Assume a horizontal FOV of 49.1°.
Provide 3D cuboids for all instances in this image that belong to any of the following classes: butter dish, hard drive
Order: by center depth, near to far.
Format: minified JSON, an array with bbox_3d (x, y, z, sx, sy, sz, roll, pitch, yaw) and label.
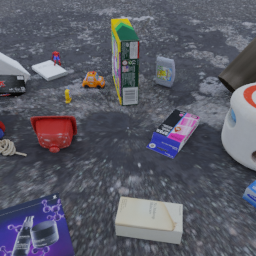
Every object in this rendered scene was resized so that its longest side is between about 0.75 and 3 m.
[{"bbox_3d":[-2.167,0.264,8.287,1.290,1.286,0.954,-2,64,-8],"label":"butter dish"},{"bbox_3d":[-3.477,-2.557,12.408,0.966,0.195,1.465,-28,46,-31],"label":"hard drive"}]

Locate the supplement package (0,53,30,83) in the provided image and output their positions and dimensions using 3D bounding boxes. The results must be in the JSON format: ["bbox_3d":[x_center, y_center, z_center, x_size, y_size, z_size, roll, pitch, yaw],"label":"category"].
[{"bbox_3d":[-4.983,-2.251,10.487,1.508,1.936,1.073,40,98,38],"label":"supplement package"}]

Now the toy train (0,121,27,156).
[{"bbox_3d":[-4.341,-0.208,8.263,2.932,1.697,1.241,14,41,17],"label":"toy train"}]

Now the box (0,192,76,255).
[{"bbox_3d":[-2.307,2.466,5.591,2.309,0.911,1.630,-15,38,-17],"label":"box"}]

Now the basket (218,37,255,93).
[{"bbox_3d":[4.486,-2.251,10.539,1.307,1.922,1.733,46,11,1],"label":"basket"}]

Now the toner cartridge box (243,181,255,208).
[{"bbox_3d":[3.925,1.955,6.555,1.003,0.456,2.111,-25,45,-28],"label":"toner cartridge box"}]

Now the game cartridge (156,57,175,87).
[{"bbox_3d":[1.492,-2.212,11.182,0.778,1.167,0.236,18,41,24],"label":"game cartridge"}]

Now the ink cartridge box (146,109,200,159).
[{"bbox_3d":[1.476,0.122,8.968,0.947,0.371,1.999,22,46,25],"label":"ink cartridge box"}]

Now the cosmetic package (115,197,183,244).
[{"bbox_3d":[0.485,2.080,6.351,1.452,0.531,0.752,4,39,7],"label":"cosmetic package"}]

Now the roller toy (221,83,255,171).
[{"bbox_3d":[4.084,-0.106,7.889,2.492,1.909,2.732,-21,41,-26],"label":"roller toy"}]

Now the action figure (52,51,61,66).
[{"bbox_3d":[-3.324,-3.124,12.976,0.364,0.552,1.115,-1,46,-19],"label":"action figure"}]

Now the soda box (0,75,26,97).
[{"bbox_3d":[-4.139,-1.289,8.566,1.837,0.582,0.650,-7,-3,-45],"label":"soda box"}]

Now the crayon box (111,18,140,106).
[{"bbox_3d":[-0.120,-2.473,10.448,0.732,2.510,2.166,-6,40,-7],"label":"crayon box"}]

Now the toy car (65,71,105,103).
[{"bbox_3d":[-1.634,-1.646,10.918,0.947,0.642,1.931,14,40,17],"label":"toy car"}]
